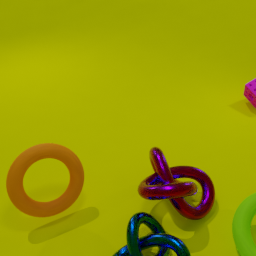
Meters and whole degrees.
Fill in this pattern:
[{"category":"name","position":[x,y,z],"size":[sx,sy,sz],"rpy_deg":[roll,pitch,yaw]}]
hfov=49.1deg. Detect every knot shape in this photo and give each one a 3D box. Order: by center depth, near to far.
[{"category":"knot shape","position":[0.387,2.252,5.273],"size":[1.523,0.704,1.425],"rpy_deg":[2,37,3]},{"category":"knot shape","position":[1.148,1.279,6.232],"size":[1.762,0.870,1.883],"rpy_deg":[27,18,-6]}]

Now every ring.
[{"category":"ring","position":[2.906,2.009,5.354],"size":[1.721,0.344,1.721],"rpy_deg":[-10,57,16]},{"category":"ring","position":[-1.681,1.092,5.834],"size":[1.582,1.582,0.316],"rpy_deg":[-17,15,-22]}]

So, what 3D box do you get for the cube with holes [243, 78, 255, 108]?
[{"category":"cube with holes","position":[4.508,-1.242,9.573],"size":[0.715,0.715,0.715],"rpy_deg":[-31,62,2]}]
